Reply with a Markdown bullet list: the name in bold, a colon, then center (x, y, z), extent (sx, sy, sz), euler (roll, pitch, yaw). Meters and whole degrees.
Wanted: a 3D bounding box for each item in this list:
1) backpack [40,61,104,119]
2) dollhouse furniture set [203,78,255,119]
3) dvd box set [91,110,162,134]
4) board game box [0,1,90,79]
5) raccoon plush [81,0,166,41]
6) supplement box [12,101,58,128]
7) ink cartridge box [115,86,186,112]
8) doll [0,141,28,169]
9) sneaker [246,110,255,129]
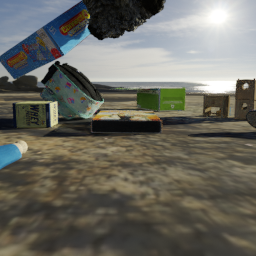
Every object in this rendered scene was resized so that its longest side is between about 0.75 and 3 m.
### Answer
- **backpack**: center (-1.960, -1.203, 10.079), extent (2.061, 1.580, 1.811), euler (35, 10, 2)
- **dollhouse furniture set**: center (4.170, -1.149, 10.672), extent (1.452, 1.444, 2.061), euler (-7, 11, -38)
- **dvd box set**: center (-0.037, -0.225, 8.225), extent (1.819, 0.365, 2.486), euler (1, 9, 0)
- **board game box**: center (-1.415, -1.959, 5.785), extent (2.013, 0.563, 1.971), euler (-7, 36, 44)
- **raccoon plush**: center (-0.412, -2.693, 4.513), extent (1.358, 1.881, 2.808), euler (-24, 33, 16)
- **supplement box**: center (-2.746, -0.429, 8.434), extent (1.054, 0.709, 1.056), euler (0, 9, -1)
- **ink cartridge box**: center (0.900, -1.409, 13.462), extent (2.994, 1.134, 2.213), euler (-5, 11, -25)
- **doll**: center (-2.205, 0.362, 3.666), extent (1.694, 0.602, 2.482), euler (-2, 9, -31)
- **sneaker**: center (3.993, -0.254, 7.408), extent (1.512, 0.575, 1.092), euler (16, 26, 29)
